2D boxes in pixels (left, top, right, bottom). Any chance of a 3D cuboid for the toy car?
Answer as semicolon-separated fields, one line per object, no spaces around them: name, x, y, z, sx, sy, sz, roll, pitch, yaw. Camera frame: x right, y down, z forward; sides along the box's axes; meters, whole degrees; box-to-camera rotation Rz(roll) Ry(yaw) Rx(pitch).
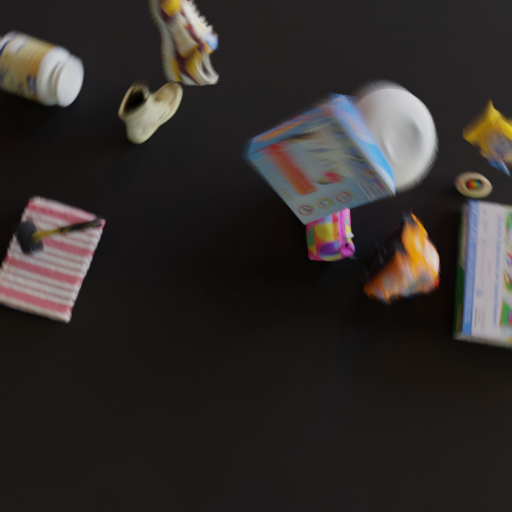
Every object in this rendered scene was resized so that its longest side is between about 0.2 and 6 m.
toy car;3.401;-0.616;9.814;1.208;1.780;3.629;36;116;-5

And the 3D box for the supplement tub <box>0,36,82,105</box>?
supplement tub;-4.507;-3.806;11.584;1.492;1.077;1.077;20;76;6

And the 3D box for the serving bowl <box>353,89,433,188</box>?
serving bowl;2.502;-2.104;10.165;1.830;0.602;1.830;-4;103;-19

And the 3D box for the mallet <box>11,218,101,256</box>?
mallet;-3.592;-0.350;10.196;2.048;0.422;0.675;0;113;26

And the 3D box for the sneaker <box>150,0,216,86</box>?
sneaker;-1.283;-4.388;10.738;1.047;2.324;0.871;14;54;15

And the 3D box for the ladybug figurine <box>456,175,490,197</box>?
ladybug figurine;4.394;-1.408;11.378;0.685;0.246;0.465;5;75;1

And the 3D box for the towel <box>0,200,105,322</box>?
towel;-4.037;0.074;10.965;1.574;0.322;2.151;17;80;5

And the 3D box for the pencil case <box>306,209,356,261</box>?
pencil case;1.416;-0.938;10.908;0.961;0.961;2.175;-5;75;-1

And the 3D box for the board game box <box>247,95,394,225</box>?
board game box;1.125;-1.545;9.526;1.807;1.846;0.516;-18;41;32

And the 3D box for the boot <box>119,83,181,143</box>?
boot;-2.130;-3.128;11.347;0.553;1.187;1.535;36;78;9

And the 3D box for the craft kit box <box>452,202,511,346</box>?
craft kit box;5.219;0.433;10.727;2.623;0.644;2.656;9;75;5
